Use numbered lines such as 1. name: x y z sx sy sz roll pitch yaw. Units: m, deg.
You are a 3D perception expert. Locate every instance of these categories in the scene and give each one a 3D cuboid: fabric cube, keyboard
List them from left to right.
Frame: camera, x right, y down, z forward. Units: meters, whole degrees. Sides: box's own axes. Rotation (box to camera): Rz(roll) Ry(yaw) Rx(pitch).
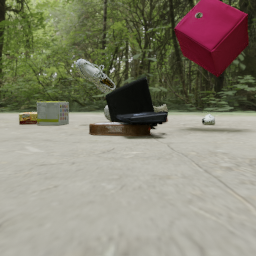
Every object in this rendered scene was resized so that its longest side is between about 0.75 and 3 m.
1. keyboard: 0.512 -0.296 8.388 1.523 0.325 2.537 -7 6 -8
2. fabric cube: 3.071 -3.316 10.226 1.790 1.761 1.795 45 2 30

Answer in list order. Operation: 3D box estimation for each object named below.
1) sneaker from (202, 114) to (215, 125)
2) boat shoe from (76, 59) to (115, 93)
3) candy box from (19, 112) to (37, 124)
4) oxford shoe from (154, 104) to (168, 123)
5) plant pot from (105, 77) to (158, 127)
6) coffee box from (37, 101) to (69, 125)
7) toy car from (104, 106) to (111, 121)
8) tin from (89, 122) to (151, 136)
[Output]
1. sneaker: 3.708 -0.374 13.193 0.525 0.487 1.295 -8 3 5
2. boat shoe: -1.378 -2.449 13.141 0.974 0.844 2.284 -3 -33 40
3. candy box: -4.695 -0.498 13.960 1.132 0.542 1.962 -1 4 -12
4. oxford shoe: 0.649 -0.752 14.023 2.820 1.041 0.998 -1 4 -20
5. plant pot: 0.048 -0.847 11.110 1.670 1.878 1.883 -13 5 -1
6. coffee box: -3.415 -0.675 12.810 1.072 1.060 1.070 1 4 13
7. toy car: -0.017 -1.316 15.484 2.199 1.884 2.512 -4 2 -39
8. tin: -0.256 0.023 8.286 1.866 0.391 1.045 1 8 13
